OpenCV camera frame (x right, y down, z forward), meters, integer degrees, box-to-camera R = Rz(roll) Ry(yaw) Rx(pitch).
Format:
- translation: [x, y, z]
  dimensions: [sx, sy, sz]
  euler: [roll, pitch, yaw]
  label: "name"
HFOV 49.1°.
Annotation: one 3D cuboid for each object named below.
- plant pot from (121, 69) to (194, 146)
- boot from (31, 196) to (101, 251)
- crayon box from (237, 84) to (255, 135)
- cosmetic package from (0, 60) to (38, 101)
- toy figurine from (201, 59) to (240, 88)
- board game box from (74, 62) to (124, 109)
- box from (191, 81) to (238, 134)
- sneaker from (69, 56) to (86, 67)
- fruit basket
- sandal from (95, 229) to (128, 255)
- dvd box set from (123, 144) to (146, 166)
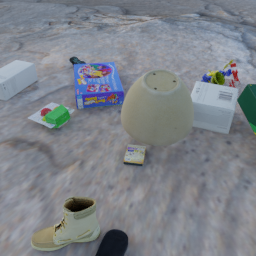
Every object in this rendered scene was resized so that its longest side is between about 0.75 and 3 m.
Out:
- translation: [0.897, -0.807, 8.193]
  dimensions: [2.248, 1.509, 2.248]
  euler: [0, 49, 0]
  label: "plant pot"
- translation: [-1.392, 2.055, 6.062]
  dimensions: [1.535, 1.193, 0.559]
  euler: [-6, 38, -8]
  label: "boot"
- translation: [5.221, -0.214, 8.579]
  dimensions: [2.870, 0.837, 2.476]
  euler: [-1, 52, -14]
  label: "crayon box"
- translation: [-4.873, -2.050, 11.723]
  dimensions: [1.069, 0.843, 1.986]
  euler: [16, 39, 21]
  label: "cosmetic package"
- translation: [3.683, -1.975, 11.893]
  dimensions: [1.344, 1.183, 2.243]
  euler: [-6, 23, 43]
  label: "toy figurine"
- translation: [-1.281, -1.867, 11.669]
  dimensions: [1.843, 0.614, 2.741]
  euler: [-6, 38, -8]
  label: "board game box"
- translation: [2.948, -0.757, 9.894]
  dimensions: [1.557, 1.017, 1.549]
  euler: [13, 39, 17]
  label: "box"
- translation: [-2.509, -3.146, 13.521]
  dimensions: [1.116, 0.421, 0.442]
  euler: [28, 47, 32]
  label: "sneaker"
- translation: [-2.710, -0.451, 9.942]
  dimensions: [1.261, 0.591, 1.168]
  euler: [13, 41, 35]
  label: "fruit basket"
- translation: [-0.517, 2.874, 5.624]
  dimensions: [0.752, 0.424, 1.978]
  euler: [8, 38, 10]
  label: "sandal"
- translation: [0.216, 0.828, 8.563]
  dimensions: [0.592, 0.119, 0.809]
  euler: [5, 37, 7]
  label: "dvd box set"
